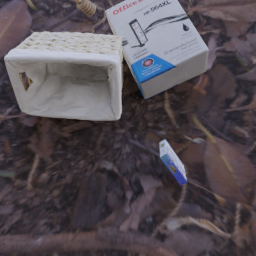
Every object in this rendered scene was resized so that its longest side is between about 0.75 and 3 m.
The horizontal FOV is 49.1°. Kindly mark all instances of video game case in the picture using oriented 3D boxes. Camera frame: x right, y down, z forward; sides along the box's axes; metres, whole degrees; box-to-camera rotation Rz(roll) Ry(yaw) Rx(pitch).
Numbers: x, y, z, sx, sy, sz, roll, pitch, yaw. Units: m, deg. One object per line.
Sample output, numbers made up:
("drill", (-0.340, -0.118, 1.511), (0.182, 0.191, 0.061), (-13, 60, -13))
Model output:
("video game case", (1.103, 0.836, 6.930), (0.209, 0.833, 0.920), (-33, 105, 15))

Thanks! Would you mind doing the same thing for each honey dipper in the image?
("honey dipper", (-2.023, -4.384, 9.059), (0.454, 2.389, 0.454), (-10, 74, 37))

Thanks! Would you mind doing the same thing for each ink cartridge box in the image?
("ink cartridge box", (0.811, -2.666, 8.497), (2.108, 1.217, 2.887), (-26, 68, 4))

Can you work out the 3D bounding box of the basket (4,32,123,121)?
("basket", (-1.485, -1.477, 7.602), (2.782, 1.886, 1.716), (4, 43, 4))
